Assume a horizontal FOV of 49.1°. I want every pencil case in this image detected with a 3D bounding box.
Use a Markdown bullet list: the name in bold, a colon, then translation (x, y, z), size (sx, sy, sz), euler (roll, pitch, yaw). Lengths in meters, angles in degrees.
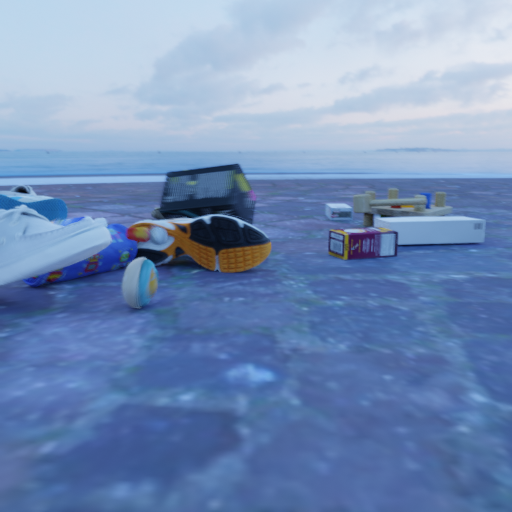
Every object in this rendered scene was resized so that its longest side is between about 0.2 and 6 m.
- **pencil case**: translation (-2.638, -0.055, 8.207), size (0.794, 0.713, 1.828), euler (32, 24, 26)

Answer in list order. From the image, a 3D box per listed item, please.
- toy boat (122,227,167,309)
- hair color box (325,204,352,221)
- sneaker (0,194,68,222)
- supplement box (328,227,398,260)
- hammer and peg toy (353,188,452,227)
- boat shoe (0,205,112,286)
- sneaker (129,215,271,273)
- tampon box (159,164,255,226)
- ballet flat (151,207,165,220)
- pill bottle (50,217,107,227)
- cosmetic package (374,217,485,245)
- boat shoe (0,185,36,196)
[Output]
- **toy boat**: translation (-1.297, 0.132, 6.559), size (0.451, 0.971, 0.816), euler (5, 15, -3)
- **hair color box**: translation (2.253, -1.204, 15.345), size (0.584, 0.358, 1.180), euler (0, 10, 0)
- **sneaker**: translation (-5.760, -1.015, 13.244), size (2.352, 0.900, 0.950), euler (0, 3, -44)
- **supplement box**: translation (1.877, -0.226, 9.838), size (1.071, 0.459, 0.591), euler (-4, 12, -21)
- **hammer and peg toy**: translation (3.378, -1.044, 13.162), size (1.824, 0.874, 2.480), euler (10, 15, 37)
- **boat shoe**: translation (-2.886, -0.136, 6.634), size (2.534, 0.868, 0.912), euler (-14, 3, 26)
- **sneaker**: translation (-0.852, -0.293, 9.051), size (2.379, 0.900, 1.094), euler (5, 12, 17)
- **tampon box**: translation (-0.886, -1.004, 10.603), size (1.464, 0.924, 1.097), euler (-3, -29, 17)
- **ballet flat**: translation (-1.820, -1.120, 14.444), size (2.246, 0.521, 0.757), euler (8, 13, 36)
- **pill bottle**: translation (-2.948, -0.376, 9.264), size (0.917, 0.514, 0.514), euler (-13, 15, -26)
- **cosmetic package**: translation (3.447, -0.506, 11.224), size (1.984, 0.502, 0.819), euler (-2, 11, -9)
- **boat shoe**: translation (-6.860, -1.659, 16.421), size (0.926, 0.845, 2.572), euler (1, 11, 5)
